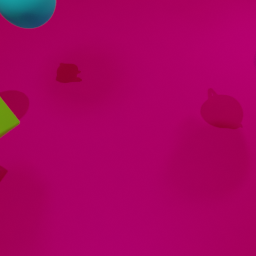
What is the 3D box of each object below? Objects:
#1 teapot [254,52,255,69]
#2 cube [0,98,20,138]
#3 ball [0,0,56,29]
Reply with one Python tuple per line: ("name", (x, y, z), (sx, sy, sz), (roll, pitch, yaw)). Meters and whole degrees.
("teapot", (3.965, -1.773, 7.489), (1.268, 0.999, 2.040), (-11, 90, -7))
("cube", (-3.235, -0.121, 5.942), (1.071, 1.071, 1.071), (-33, 101, 13))
("ball", (-2.288, -2.917, 6.245), (1.320, 1.320, 1.320), (0, 64, 0))
